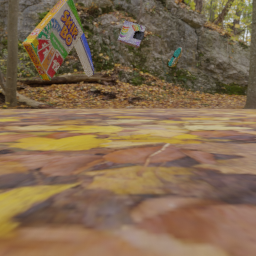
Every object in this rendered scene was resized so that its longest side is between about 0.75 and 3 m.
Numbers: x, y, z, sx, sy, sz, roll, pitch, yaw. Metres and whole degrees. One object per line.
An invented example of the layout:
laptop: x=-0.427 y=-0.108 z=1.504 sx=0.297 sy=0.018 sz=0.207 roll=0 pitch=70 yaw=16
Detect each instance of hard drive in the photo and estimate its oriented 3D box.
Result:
hard drive: x=-1.732 y=-3.149 z=10.397 sx=0.318 sy=1.656 sz=2.511 roll=-19 pitch=35 yaw=1

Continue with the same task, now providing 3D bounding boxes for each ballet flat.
ballet flat: x=2.062 y=-3.012 z=11.904 sx=0.314 sy=0.372 sz=0.982 roll=-6 pitch=-34 yaw=-36

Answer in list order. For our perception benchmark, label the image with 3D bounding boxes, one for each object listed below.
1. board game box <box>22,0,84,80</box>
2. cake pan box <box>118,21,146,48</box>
board game box: x=-1.767 y=-2.389 z=7.150 sx=0.344 sy=2.292 sz=1.095 roll=7 pitch=-36 yaw=18
cake pan box: x=0.175 y=-3.743 z=11.216 sx=0.945 sy=0.870 sz=0.247 roll=20 pitch=-6 yaw=4
